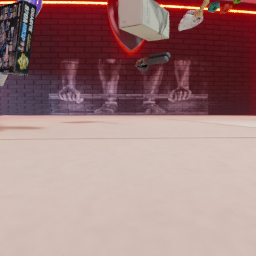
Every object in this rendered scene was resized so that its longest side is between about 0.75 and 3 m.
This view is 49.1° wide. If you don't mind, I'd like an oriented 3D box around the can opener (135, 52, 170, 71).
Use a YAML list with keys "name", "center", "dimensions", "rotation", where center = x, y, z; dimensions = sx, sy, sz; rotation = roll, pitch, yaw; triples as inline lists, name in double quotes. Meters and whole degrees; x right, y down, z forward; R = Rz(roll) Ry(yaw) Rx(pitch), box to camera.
- name: "can opener"
  center: [1.013, -2.682, 11.453]
  dimensions: [1.678, 0.448, 0.561]
  rotation: [2, -36, 42]

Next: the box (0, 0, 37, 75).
- name: "box"
  center: [-2.595, -1.951, 6.202]
  dimensions: [1.207, 1.519, 0.349]
  rotation: [9, 2, 38]

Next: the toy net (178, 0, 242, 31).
- name: "toy net"
  center: [2.513, -3.778, 8.755]
  dimensions: [2.164, 0.418, 1.135]
  rotation: [-30, -22, 26]

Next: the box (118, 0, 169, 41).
- name: "box"
  center: [0.660, -3.978, 10.254]
  dimensions: [0.926, 1.113, 2.708]
  rotation: [2, 9, 26]

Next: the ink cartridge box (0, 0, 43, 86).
- name: "ink cartridge box"
  center: [-3.213, -2.938, 8.121]
  dimensions: [0.568, 2.617, 2.593]
  rotation: [25, 30, -30]
